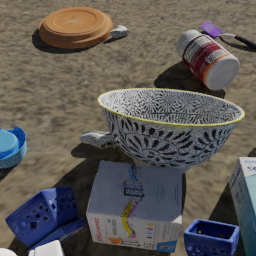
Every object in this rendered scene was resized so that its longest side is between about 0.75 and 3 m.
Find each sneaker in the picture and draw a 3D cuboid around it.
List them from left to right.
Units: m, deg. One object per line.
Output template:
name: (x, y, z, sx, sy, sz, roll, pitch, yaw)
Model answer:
sneaker: (-0.706, 0.293, 6.567, 0.891, 0.341, 0.359, -1, 55, 1)
sneaker: (-0.382, -3.541, 10.247, 0.776, 0.286, 0.448, -13, 45, -25)

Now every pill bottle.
pill bottle: (-2.102, 2.545, 3.543, 2.821, 1.567, 1.567, -18, 49, -16)
pill bottle: (2.263, -2.058, 8.261, 1.075, 1.075, 1.883, -17, 49, -16)

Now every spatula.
spatula: (3.656, -3.264, 9.997, 2.258, 0.232, 0.638, 33, 56, 27)

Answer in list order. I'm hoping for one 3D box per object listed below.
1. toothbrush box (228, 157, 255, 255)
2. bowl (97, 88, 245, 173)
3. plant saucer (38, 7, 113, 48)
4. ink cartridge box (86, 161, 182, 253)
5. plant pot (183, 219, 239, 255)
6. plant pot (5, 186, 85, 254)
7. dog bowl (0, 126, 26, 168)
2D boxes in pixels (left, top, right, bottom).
toothbrush box: (2.807, 1.572, 4.944, 1.504, 0.876, 2.054, 1, 46, 1)
bowl: (0.776, 0.098, 5.752, 2.837, 1.331, 2.837, 3, 18, -1)
plant saucer: (-1.946, -3.857, 10.422, 2.733, 0.441, 2.733, 0, 46, 0)
ink cartridge box: (0.143, 1.386, 4.961, 1.489, 1.096, 1.077, 5, 45, 6)
plant pot: (1.354, 1.951, 4.514, 0.753, 0.677, 0.753, 1, 2, 29)
plant pot: (-1.327, 1.576, 4.743, 0.892, 0.892, 0.802, -37, 74, 12)
dog bowl: (-3.145, 0.324, 6.433, 1.837, 0.455, 1.024, 18, 49, 17)
